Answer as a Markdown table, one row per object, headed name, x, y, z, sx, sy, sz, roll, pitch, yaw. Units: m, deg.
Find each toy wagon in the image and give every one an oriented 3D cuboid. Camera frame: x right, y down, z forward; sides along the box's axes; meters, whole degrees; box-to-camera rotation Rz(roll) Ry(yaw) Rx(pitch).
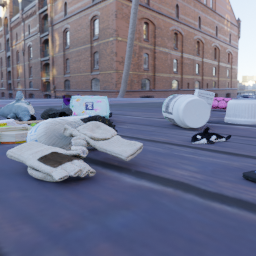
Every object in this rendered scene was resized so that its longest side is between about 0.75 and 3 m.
| name | x | y | z | sx | sy | sz | roll | pitch | yaw |
| --- | --- | --- | --- | --- | --- | --- | --- | --- | --- |
| toy wagon | -2.859 | 0.098 | 6.974 | 1.314 | 0.335 | 1.694 | -7 | 9 | -43 |

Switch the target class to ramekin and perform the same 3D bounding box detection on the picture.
| name | x | y | z | sx | sy | sz | roll | pitch | yaw |
| --- | --- | --- | --- | --- | --- | --- | --- | --- | --- |
| ramekin | 4.476 | -0.623 | 10.479 | 1.620 | 0.850 | 1.620 | 0 | 8 | 0 |

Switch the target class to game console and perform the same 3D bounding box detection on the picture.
| name | x | y | z | sx | sy | sz | roll | pitch | yaw |
| --- | --- | --- | --- | --- | --- | --- | --- | --- | --- |
| game console | 2.095 | 0.433 | 3.573 | 0.937 | 0.545 | 0.824 | -3 | 8 | -26 |

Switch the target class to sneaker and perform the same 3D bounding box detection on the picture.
| name | x | y | z | sx | sy | sz | roll | pitch | yaw |
| --- | --- | --- | --- | --- | --- | --- | --- | --- | --- |
| sneaker | -1.797 | -0.885 | 11.707 | 2.389 | 1.046 | 0.889 | 2 | 8 | 20 |
| sneaker | -1.021 | 0.121 | 5.528 | 0.721 | 0.715 | 1.990 | -10 | -6 | 44 |
| sneaker | -1.959 | -0.372 | 7.599 | 0.879 | 0.334 | 0.399 | -10 | 20 | 2 |

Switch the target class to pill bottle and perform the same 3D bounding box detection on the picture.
| name | x | y | z | sx | sy | sz | roll | pitch | yaw |
| --- | --- | --- | --- | --- | --- | --- | --- | --- | --- |
| pill bottle | 1.866 | -0.559 | 9.153 | 1.069 | 1.069 | 1.890 | -1 | 8 | -9 |

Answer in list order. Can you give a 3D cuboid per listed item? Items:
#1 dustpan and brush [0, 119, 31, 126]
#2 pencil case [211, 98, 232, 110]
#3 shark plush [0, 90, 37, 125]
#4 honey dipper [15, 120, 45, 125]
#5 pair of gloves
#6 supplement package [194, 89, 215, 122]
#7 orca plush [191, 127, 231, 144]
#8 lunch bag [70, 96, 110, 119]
| name | x | y | z | sx | sy | sz | roll | pitch | yaw |
| --- | --- | --- | --- | --- | --- | --- | --- | --- | --- |
| dustpan and brush | -3.705 | -0.107 | 8.944 | 1.111 | 0.318 | 0.775 | -9 | 10 | -14 |
| pencil case | 5.326 | -1.406 | 16.837 | 1.937 | 0.907 | 0.879 | 10 | 55 | 47 |
| shark plush | -4.147 | -0.404 | 10.762 | 1.107 | 1.208 | 2.659 | -26 | 41 | -26 |
| honey dipper | -2.889 | -0.216 | 9.402 | 1.839 | 0.349 | 0.349 | -3 | 8 | -9 |
| pair of gloves | -0.764 | 0.277 | 4.267 | 1.423 | 0.293 | 1.674 | 21 | 30 | 39 |
| supplement package | 2.815 | -0.873 | 10.730 | 0.655 | 1.116 | 0.652 | 13 | 8 | 2 |
| orca plush | 1.903 | 0.154 | 6.445 | 0.983 | 0.350 | 0.517 | -1 | 7 | -6 |
| lunch bag | -1.374 | -0.633 | 10.073 | 1.410 | 1.009 | 1.655 | 0 | 16 | -7 |
